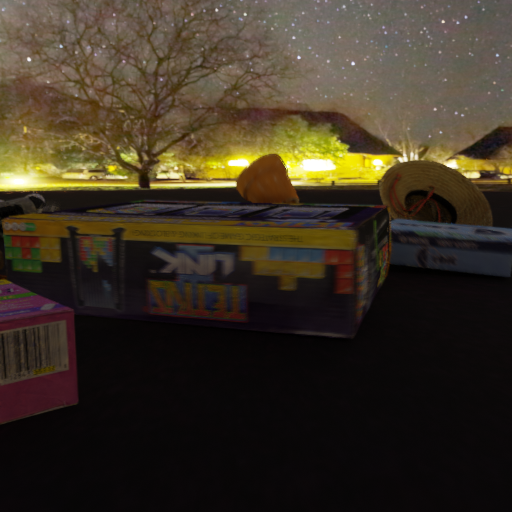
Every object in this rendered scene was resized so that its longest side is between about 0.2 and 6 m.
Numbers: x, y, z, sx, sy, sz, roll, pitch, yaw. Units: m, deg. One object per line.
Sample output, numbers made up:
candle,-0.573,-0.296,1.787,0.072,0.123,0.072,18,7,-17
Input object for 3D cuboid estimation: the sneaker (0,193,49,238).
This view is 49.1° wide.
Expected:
sneaker,-5.476,-0.764,12.340,2.672,0.988,1.059,-2,16,32

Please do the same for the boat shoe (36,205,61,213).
boat shoe,-2.923,-0.398,7.717,0.684,0.644,1.904,-2,-4,-5

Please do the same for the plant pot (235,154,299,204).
plant pot,0.285,-1.215,10.477,1.027,0.941,1.027,-28,-21,-12

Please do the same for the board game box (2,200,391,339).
board game box,-0.418,-0.051,6.723,3.740,1.060,3.091,3,11,19

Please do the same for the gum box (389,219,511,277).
gum box,3.016,-0.191,8.959,1.992,0.522,2.344,7,10,23

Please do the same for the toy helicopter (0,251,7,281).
toy helicopter,-3.677,0.293,6.305,1.286,0.767,1.944,13,23,19

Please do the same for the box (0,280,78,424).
box,-1.973,0.613,3.610,1.157,0.636,1.315,-7,11,-41

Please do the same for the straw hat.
straw hat,3.493,-0.826,11.613,2.449,2.449,1.036,-3,-33,-18
